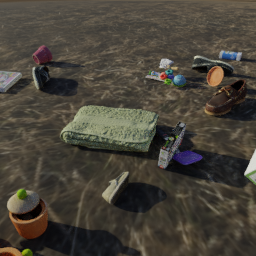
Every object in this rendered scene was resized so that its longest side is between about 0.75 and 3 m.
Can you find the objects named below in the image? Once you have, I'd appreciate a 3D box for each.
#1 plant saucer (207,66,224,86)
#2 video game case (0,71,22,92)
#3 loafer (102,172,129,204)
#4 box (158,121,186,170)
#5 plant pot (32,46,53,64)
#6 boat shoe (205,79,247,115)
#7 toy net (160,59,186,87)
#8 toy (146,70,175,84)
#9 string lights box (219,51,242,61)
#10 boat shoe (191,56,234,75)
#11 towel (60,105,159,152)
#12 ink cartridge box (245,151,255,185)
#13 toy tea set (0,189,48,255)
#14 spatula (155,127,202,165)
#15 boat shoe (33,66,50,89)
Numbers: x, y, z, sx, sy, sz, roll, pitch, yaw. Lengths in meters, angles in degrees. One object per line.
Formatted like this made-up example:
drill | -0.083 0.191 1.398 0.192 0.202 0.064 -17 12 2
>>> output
plant saucer | 3.498 -2.042 11.127 0.149 0.798 0.798 7 22 -33
video game case | -5.874 -2.002 11.579 2.356 0.212 1.687 5 32 2
loafer | -0.246 1.221 5.981 0.312 0.345 0.913 19 35 18
box | 1.092 0.421 6.907 0.203 0.643 1.169 22 44 19
plant pot | -4.346 -3.608 14.071 0.823 0.823 0.737 23 52 35
boat shoe | 3.398 -1.110 9.649 0.777 0.776 2.207 27 40 35
toy net | 1.712 -2.333 11.911 0.984 0.362 1.875 -17 43 -6
toy | 1.584 -2.294 12.138 1.456 0.344 0.838 15 33 24
string lights box | 5.439 -3.838 14.865 1.044 0.308 0.537 14 33 23
boat shoe | 3.849 -2.717 12.782 1.885 0.677 0.637 19 71 18
towel | -0.458 -0.060 8.002 2.529 0.461 1.876 6 33 12
ink cartridge box | 3.255 0.397 5.330 0.595 2.005 1.041 42 53 5
toy tea set | -2.264 1.889 4.072 1.717 1.069 2.888 3 30 5
spatula | 1.140 0.393 7.551 0.626 0.228 2.215 -15 32 -21
boat shoe | -3.555 -2.139 11.507 0.647 0.687 1.914 -11 29 -10
